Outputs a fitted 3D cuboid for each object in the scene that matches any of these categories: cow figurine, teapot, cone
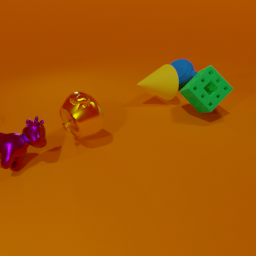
[{"bbox_3d":[-2.667,0.304,6.647,1.401,1.379,0.769,15,-13,13],"label":"cow figurine"},{"bbox_3d":[2.240,-2.170,11.526,1.965,1.222,0.962,13,-14,38],"label":"teapot"},{"bbox_3d":[-1.279,-0.312,7.321,1.267,2.038,0.998,44,61,14],"label":"teapot"},{"bbox_3d":[0.862,-1.558,9.801,1.290,1.285,1.285,-8,29,-28],"label":"cone"}]

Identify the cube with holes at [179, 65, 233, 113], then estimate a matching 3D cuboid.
[{"bbox_3d":[2.484,-1.211,9.031,1.019,1.019,1.019,-45,4,-3],"label":"cube with holes"}]
